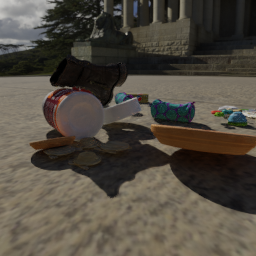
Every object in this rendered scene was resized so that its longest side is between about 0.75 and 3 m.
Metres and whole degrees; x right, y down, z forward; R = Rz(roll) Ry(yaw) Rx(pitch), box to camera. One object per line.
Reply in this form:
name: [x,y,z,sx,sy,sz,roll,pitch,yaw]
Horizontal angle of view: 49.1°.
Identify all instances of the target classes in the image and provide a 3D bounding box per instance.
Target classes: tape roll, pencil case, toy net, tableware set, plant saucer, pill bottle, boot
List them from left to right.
plant saucer: [-2.089,0.422,7.837,1.261,0.236,1.261,-9,0,0]
pill bottle: [-2.016,-0.568,9.627,1.552,1.552,2.718,-7,14,-28]
boot: [-1.660,-1.729,10.550,2.588,1.029,2.972,-2,-25,-30]
tableware set: [-1.094,0.605,7.654,1.774,0.246,2.124,10,18,38]
tape roll: [-0.300,-0.677,11.132,1.638,0.573,1.638,-20,6,2]
pencil case: [-0.150,-1.440,14.808,0.781,0.848,1.836,27,3,-20]
pencil case: [1.889,-0.767,11.978,1.911,0.883,0.813,10,2,30]
plant saucer: [1.952,0.290,7.341,2.761,0.517,2.761,6,2,0]
toy net: [4.273,-0.573,12.174,1.346,0.495,2.566,0,11,11]

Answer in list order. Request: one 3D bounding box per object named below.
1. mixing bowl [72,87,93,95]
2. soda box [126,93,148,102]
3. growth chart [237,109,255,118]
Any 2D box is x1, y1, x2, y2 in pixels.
mixing bowl: [-2.526,-2.074,17.172,1.839,0.996,1.839,1,13,0]
soda box: [0.471,-1.884,17.466,1.582,0.506,0.536,2,13,9]
growth chart: [6.033,-0.651,13.046,1.560,0.191,2.156,-2,14,-12]
